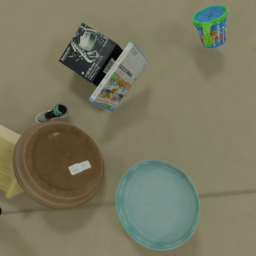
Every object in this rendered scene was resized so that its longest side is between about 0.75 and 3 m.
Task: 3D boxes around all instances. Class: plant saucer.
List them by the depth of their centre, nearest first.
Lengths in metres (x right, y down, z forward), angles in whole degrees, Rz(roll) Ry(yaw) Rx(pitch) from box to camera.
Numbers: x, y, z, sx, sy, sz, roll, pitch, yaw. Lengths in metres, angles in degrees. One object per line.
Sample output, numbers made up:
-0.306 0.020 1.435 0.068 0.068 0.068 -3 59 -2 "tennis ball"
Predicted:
0.653 1.696 6.310 1.973 0.270 1.973 -3 84 26 "plant saucer"
-1.554 0.784 6.777 2.307 0.340 2.307 19 51 -26 "plant saucer"

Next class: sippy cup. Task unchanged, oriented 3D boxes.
2.435 -2.876 8.110 1.280 0.938 1.005 -38 41 -12 "sippy cup"

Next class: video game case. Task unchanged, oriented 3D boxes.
-0.196 -1.268 7.329 0.155 1.244 1.738 39 97 21 "video game case"

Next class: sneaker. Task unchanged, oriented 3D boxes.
-2.013 -0.396 7.596 0.925 0.558 0.387 -23 85 -30 "sneaker"

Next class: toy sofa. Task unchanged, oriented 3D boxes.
-3.543 0.568 7.170 2.776 1.355 1.150 26 93 8 "toy sofa"

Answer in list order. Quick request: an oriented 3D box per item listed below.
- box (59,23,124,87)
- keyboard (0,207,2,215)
-0.998 -1.994 7.845 1.249 0.787 1.270 35 95 18 "box"
-3.749 1.357 6.236 2.897 1.508 0.574 -11 40 40 "keyboard"
